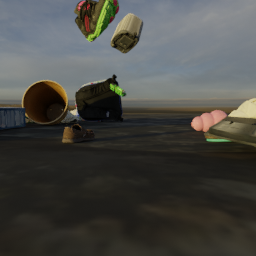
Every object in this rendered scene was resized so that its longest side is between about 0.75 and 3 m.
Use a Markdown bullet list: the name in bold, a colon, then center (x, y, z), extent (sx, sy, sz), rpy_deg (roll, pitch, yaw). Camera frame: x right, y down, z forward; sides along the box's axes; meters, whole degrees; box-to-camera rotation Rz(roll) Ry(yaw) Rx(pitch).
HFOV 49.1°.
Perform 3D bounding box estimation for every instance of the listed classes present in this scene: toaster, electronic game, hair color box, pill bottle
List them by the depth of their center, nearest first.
- **electronic game**: center (1.877, 0.157, 3.586), extent (1.652, 0.344, 1.652), rpy_deg (9, 4, -1)
- **toaster**: center (-0.005, -2.544, 7.481), extent (0.611, 0.694, 1.075), rpy_deg (24, -21, -20)
- **hair color box**: center (-3.992, -0.277, 8.024), extent (1.080, 0.654, 2.160), rpy_deg (1, 4, 11)
- **pill bottle**: center (-2.667, -0.715, 15.279), extent (1.106, 0.620, 0.620), rpy_deg (1, 4, 37)

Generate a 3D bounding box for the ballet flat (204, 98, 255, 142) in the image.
- **ballet flat**: center (2.543, -0.150, 5.084), extent (2.326, 0.850, 0.850), rpy_deg (0, 4, 0)

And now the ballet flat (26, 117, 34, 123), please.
- **ballet flat**: center (-4.322, -0.335, 12.033), extent (0.306, 0.293, 0.869), rpy_deg (14, 10, 24)

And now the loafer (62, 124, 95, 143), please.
- **loafer**: center (-0.860, 0.085, 5.081), extent (0.324, 0.315, 0.889), rpy_deg (1, 4, 18)

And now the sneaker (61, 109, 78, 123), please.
- **sneaker**: center (-2.698, -0.529, 12.328), extent (0.594, 0.641, 1.581), rpy_deg (-1, 5, -39)

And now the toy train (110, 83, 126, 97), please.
- **toy train**: center (-0.374, -1.466, 10.711), extent (0.201, 0.271, 0.962), rpy_deg (-24, 40, -28)

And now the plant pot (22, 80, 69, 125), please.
- **plant pot**: center (-2.964, -0.775, 10.839), extent (1.627, 1.627, 1.746), rpy_deg (0, -11, 0)

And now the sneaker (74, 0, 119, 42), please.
- **sneaker**: center (-1.194, -3.673, 9.204), extent (1.188, 1.088, 2.835), rpy_deg (40, -15, -18)

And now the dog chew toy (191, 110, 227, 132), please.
- **dog chew toy**: center (2.087, -0.143, 7.178), extent (0.919, 0.572, 0.572), rpy_deg (-8, 4, -5)

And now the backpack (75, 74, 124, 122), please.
- **backpack**: center (-1.478, -1.303, 13.489), extent (2.152, 2.259, 1.740), rpy_deg (-9, 6, -15)
